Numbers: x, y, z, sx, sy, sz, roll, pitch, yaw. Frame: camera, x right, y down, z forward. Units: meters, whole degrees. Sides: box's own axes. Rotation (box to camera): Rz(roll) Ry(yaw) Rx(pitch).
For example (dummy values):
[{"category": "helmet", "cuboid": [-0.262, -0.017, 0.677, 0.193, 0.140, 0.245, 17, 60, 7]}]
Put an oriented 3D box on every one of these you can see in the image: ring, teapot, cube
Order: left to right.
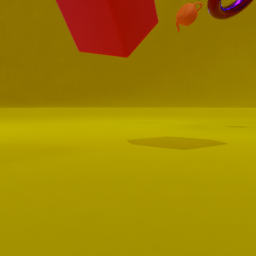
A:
[{"category": "cube", "cuboid": [-0.331, -2.122, 4.960, 1.185, 1.185, 1.185, 16, 55, 32]}, {"category": "teapot", "cuboid": [1.836, -3.452, 8.702, 0.547, 0.695, 1.117, 32, -56, -28]}, {"category": "ring", "cuboid": [3.030, -3.848, 7.752, 1.871, 0.374, 1.871, -24, -26, -13]}]
